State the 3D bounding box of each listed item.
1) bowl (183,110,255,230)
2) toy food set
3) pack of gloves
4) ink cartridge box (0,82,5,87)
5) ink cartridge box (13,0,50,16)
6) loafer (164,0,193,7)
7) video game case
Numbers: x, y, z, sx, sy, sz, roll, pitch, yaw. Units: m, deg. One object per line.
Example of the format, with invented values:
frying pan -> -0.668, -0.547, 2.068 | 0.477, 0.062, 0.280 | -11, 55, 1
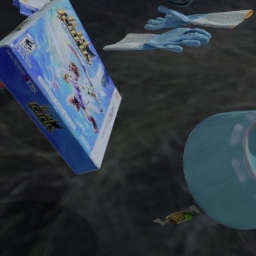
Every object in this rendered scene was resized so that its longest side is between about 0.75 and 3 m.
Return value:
bowl -> 2.609, 0.680, 5.657 | 2.629, 1.375, 2.629 | 4, 70, -13
toy food set -> 1.073, 1.952, 5.980 | 0.932, 0.643, 0.187 | -26, 54, 16
pack of gloves -> 1.103, -2.644, 7.025 | 2.482, 0.583, 2.954 | -36, 35, -30
ink cartridge box -> -3.567, -1.578, 6.788 | 1.700, 1.498, 0.380 | -2, 34, 32
ink cartridge box -> -2.542, -3.680, 7.344 | 0.354, 1.007, 1.687 | -5, 91, 35
loafer -> 0.705, -3.906, 7.551 | 2.204, 0.693, 0.792 | 22, 100, 16
video game case -> -1.123, -0.891, 5.510 | 0.607, 2.673, 2.423 | -15, 35, 22
